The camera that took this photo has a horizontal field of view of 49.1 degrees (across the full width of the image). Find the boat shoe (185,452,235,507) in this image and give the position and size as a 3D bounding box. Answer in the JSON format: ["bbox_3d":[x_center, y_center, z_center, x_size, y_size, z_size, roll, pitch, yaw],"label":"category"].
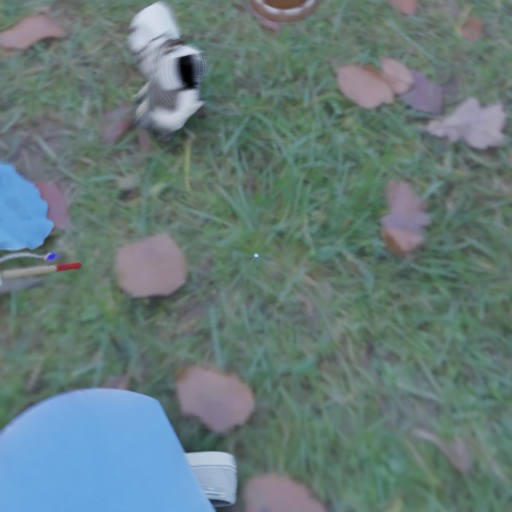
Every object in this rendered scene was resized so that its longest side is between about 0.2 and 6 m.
[{"bbox_3d":[-1.206,2.858,6.747,1.964,0.685,0.699,-7,52,-3],"label":"boat shoe"}]

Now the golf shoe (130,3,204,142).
[{"bbox_3d":[-1.402,-3.356,9.661,1.310,1.078,2.773,-22,66,33],"label":"golf shoe"}]

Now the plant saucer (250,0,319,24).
[{"bbox_3d":[0.583,-5.294,11.415,1.402,0.225,1.402,0,63,1],"label":"plant saucer"}]

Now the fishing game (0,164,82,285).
[{"bbox_3d":[-4.085,-0.827,8.173,0.499,2.297,3.208,-45,78,20],"label":"fishing game"}]

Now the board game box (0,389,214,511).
[{"bbox_3d":[-1.626,3.432,6.350,2.990,0.737,3.784,-33,76,8],"label":"board game box"}]
